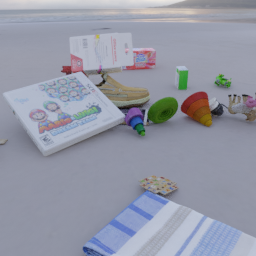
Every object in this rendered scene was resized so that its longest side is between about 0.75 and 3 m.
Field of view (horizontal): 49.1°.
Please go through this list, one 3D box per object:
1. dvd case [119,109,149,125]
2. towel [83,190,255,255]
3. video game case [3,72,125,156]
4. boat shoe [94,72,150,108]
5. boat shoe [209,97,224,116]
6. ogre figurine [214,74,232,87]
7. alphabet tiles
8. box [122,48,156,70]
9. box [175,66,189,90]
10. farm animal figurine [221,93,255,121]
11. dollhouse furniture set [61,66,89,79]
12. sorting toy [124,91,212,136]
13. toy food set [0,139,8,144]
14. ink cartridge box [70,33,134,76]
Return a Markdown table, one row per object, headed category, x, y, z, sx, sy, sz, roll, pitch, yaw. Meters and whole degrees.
| category | x | y | z | sx | sy | sz | roll | pitch | yaw |
| --- | --- | --- | --- | --- | --- | --- | --- | --- | --- |
| dvd case | -0.051 | -0.368 | 8.667 | 1.448 | 0.116 | 1.077 | 2 | 24 | 6 |
| towel | 0.814 | 1.751 | 3.924 | 2.487 | 0.296 | 1.826 | 18 | 30 | 34 |
| video game case | -1.708 | -0.548 | 7.647 | 2.495 | 0.296 | 2.271 | -25 | 58 | -34 |
| boat shoe | -0.661 | -1.246 | 9.200 | 2.992 | 1.139 | 1.072 | -7 | 16 | -21 |
| boat shoe | 2.773 | -0.668 | 8.971 | 0.405 | 0.495 | 1.341 | 45 | 11 | -3 |
| ogre figurine | 3.966 | -1.948 | 11.691 | 0.606 | 0.496 | 1.010 | 23 | 44 | 6 |
| alphabet tiles | 0.597 | 1.092 | 5.440 | 0.630 | 0.024 | 0.757 | 20 | 18 | 38 |
| box | 0.432 | -3.647 | 14.692 | 1.912 | 0.981 | 0.905 | -5 | 26 | -9 |
| box | 2.201 | -2.056 | 11.471 | 0.392 | 0.811 | 0.716 | -2 | 26 | -2 |
| farm animal figurine | 3.808 | -0.540 | 8.207 | 1.828 | 0.919 | 1.476 | -7 | 11 | -20 |
| dollhouse furniture set | -1.966 | -1.903 | 10.711 | 0.894 | 1.183 | 2.198 | -3 | 26 | -6 |
| sorting toy | 1.328 | -0.256 | 7.932 | 2.790 | 0.967 | 0.961 | -12 | 54 | -22 |
| toy food set | -3.636 | 0.528 | 6.485 | 1.149 | 0.334 | 1.664 | 0 | 25 | 1 |
| ink cartridge box | -0.829 | -2.399 | 9.183 | 2.001 | 1.165 | 0.675 | -4 | -5 | 2 |
